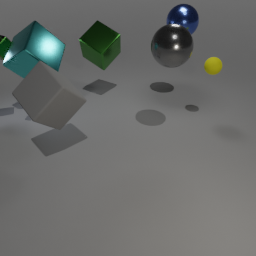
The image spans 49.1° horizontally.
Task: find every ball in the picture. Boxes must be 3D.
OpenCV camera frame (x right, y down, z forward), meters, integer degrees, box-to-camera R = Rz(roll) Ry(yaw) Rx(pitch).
[{"bbox_3d":[3.417,-2.485,11.229,0.700,0.700,0.700,0,31,0],"label":"ball"},{"bbox_3d":[1.455,-2.706,9.266,1.400,1.400,1.400,0,31,0],"label":"ball"},{"bbox_3d":[2.375,-4.651,12.202,1.400,1.400,1.400,0,31,0],"label":"ball"}]

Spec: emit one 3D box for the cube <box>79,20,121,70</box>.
[{"bbox_3d":[-1.307,-3.944,13.462,1.400,1.400,1.400,35,73,11],"label":"cube"}]

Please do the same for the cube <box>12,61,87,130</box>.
[{"bbox_3d":[-2.505,-1.000,9.035,1.400,1.400,1.400,46,7,24],"label":"cube"}]

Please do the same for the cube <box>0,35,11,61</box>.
[{"bbox_3d":[-4.892,-3.116,10.926,0.700,0.700,0.700,24,75,35],"label":"cube"}]

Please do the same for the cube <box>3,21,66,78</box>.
[{"bbox_3d":[-3.338,-2.642,10.080,1.400,1.400,1.400,-16,54,36],"label":"cube"}]
